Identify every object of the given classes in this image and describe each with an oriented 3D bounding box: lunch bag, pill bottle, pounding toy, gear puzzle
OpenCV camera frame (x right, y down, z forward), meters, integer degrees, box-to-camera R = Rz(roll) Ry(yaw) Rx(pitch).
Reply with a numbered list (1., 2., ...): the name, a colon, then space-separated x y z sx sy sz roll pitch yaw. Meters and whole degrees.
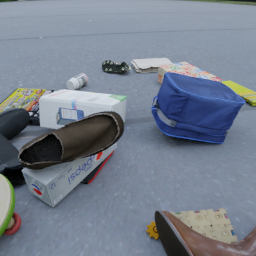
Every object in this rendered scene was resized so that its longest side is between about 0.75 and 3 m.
1. lunch bag: 2.067 -0.572 9.172 2.737 1.811 1.860 9 29 -13
2. pill bottle: -2.370 -2.138 13.083 0.574 0.574 1.007 16 34 25
3. pounding toy: -3.180 2.084 5.930 1.721 1.035 2.230 35 72 33
4. gear puzzle: 1.340 2.260 6.133 1.885 0.247 0.976 -4 33 -1

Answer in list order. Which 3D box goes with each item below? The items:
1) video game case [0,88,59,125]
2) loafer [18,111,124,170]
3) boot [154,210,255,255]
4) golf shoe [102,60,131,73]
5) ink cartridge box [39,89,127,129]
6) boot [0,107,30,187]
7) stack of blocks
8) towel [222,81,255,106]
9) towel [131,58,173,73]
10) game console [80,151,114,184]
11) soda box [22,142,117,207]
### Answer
1. video game case: -3.893 -0.912 11.283 2.354 0.332 2.604 3 32 5
2. loafer: -1.258 0.366 6.221 2.538 0.926 0.905 -24 2 -1
3. boot: 2.267 2.156 5.600 2.771 0.890 2.583 -21 50 -26
4. golf shoe: -0.644 -3.210 14.994 1.685 0.650 0.742 13 3 29
5. ink cartridge box: -1.494 -0.599 9.691 2.528 1.106 1.837 9 18 12
6. boot: -3.488 0.511 8.251 2.339 0.931 2.837 -33 38 -26
7. stack of blocks: 2.769 -2.194 12.939 1.578 0.803 2.741 -15 35 -23
8. towel: 5.074 -1.613 12.609 1.083 0.227 2.516 -8 31 -23
9. towel: 1.400 -3.525 15.572 2.299 0.396 1.523 -7 32 -12
10. game console: -1.649 0.772 8.476 2.158 0.335 1.908 11 33 19
11. soda box: -1.429 0.797 7.517 0.906 0.842 2.654 20 43 28
